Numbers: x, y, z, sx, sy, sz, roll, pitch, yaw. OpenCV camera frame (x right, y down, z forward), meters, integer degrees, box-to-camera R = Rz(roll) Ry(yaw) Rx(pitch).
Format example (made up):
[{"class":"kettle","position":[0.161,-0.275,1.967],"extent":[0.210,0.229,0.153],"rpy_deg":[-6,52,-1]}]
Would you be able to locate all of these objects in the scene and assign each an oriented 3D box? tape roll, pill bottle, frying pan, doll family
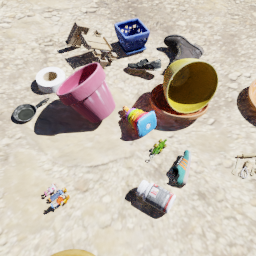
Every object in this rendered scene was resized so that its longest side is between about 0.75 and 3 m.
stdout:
[{"class":"tape roll","position":[-3.563,-2.238,13.038],"extent":[1.347,0.471,1.347],"rpy_deg":[0,52,0]},{"class":"pill bottle","position":[0.934,2.294,9.473],"extent":[1.222,0.708,0.708],"rpy_deg":[26,57,18]},{"class":"frying pan","position":[-4.245,-0.868,12.142],"extent":[0.981,0.264,1.622],"rpy_deg":[23,54,15]},{"class":"doll family","position":[-2.382,2.357,9.660],"extent":[0.670,0.486,1.080],"rpy_deg":[-34,42,-15]}]

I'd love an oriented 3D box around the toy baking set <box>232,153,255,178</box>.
[{"class":"toy baking set","position":[4.535,1.399,10.488],"extent":[1.373,0.160,1.054],"rpy_deg":[1,53,0]}]

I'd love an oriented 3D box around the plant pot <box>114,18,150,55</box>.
[{"class":"plant pot","position":[0.188,-4.597,14.321],"extent":[1.400,1.259,1.400],"rpy_deg":[-21,56,-14]}]

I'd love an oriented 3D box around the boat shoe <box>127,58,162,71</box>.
[{"class":"boat shoe","position":[0.772,-3.061,13.413],"extent":[1.734,0.586,0.623],"rpy_deg":[7,24,23]}]

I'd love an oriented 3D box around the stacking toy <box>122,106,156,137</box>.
[{"class":"stacking toy","position":[0.286,-0.480,11.567],"extent":[0.934,0.988,1.702],"rpy_deg":[-33,48,-22]}]

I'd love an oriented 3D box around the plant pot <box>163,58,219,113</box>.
[{"class":"plant pot","position":[2.319,-1.943,11.560],"extent":[2.219,2.219,1.575],"rpy_deg":[-14,34,-10]}]

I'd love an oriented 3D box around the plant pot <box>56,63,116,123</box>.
[{"class":"plant pot","position":[-1.507,-1.291,11.233],"extent":[2.038,1.824,2.038],"rpy_deg":[-26,32,17]}]

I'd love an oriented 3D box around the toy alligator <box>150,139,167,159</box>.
[{"class":"toy alligator","position":[1.139,0.813,10.860],"extent":[0.374,0.271,1.128],"rpy_deg":[49,62,-5]}]

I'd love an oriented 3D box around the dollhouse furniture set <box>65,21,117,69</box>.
[{"class":"dollhouse furniture set","position":[-1.735,-3.783,13.960],"extent":[1.473,1.258,2.842],"rpy_deg":[-6,56,-44]}]

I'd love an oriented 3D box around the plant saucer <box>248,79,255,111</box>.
[{"class":"plant saucer","position":[6.681,-1.152,12.175],"extent":[2.941,0.550,2.941],"rpy_deg":[0,53,-1]}]

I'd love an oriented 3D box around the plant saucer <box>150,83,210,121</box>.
[{"class":"plant saucer","position":[2.191,-1.160,12.063],"extent":[2.535,0.409,2.535],"rpy_deg":[2,44,-2]}]

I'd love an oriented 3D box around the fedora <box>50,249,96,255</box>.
[{"class":"fedora","position":[-1.614,4.607,7.541],"extent":[2.483,1.013,2.483],"rpy_deg":[2,50,-2]}]

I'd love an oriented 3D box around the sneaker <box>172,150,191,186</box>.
[{"class":"sneaker","position":[1.962,1.382,10.280],"extent":[0.574,0.513,1.437],"rpy_deg":[14,56,5]}]

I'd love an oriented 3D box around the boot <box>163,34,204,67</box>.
[{"class":"boot","position":[2.504,-3.567,13.822],"extent":[2.376,0.822,2.068],"rpy_deg":[26,57,15]}]
